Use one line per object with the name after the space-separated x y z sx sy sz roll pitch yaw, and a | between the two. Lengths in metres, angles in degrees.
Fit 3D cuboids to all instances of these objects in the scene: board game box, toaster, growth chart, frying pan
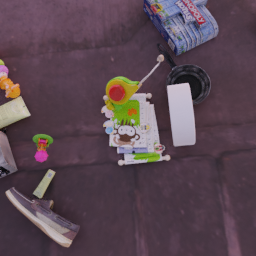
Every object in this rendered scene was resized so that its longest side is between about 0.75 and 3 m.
2.441 -4.702 11.448 2.678 0.827 2.680 -29 74 -8 | board game box
-4.844 0.920 9.466 1.623 1.065 1.795 -22 73 -8 | toaster
0.176 -0.018 10.213 2.101 0.258 2.904 -11 71 -3 | growth chart
1.821 -1.900 10.691 2.728 0.444 1.650 34 81 13 | frying pan

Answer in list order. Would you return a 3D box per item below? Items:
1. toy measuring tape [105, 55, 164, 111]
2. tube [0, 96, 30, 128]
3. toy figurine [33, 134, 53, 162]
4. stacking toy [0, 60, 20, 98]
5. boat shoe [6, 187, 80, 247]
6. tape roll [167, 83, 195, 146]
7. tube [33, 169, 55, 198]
0.021 -1.660 9.625 1.002 1.002 2.723 51 117 14 | toy measuring tape
-4.927 -0.207 10.096 2.665 0.692 0.773 -29 104 -14 | tube
-2.896 0.779 9.345 0.660 0.880 0.810 10 54 -18 | toy figurine
-5.108 -2.139 10.424 2.853 1.566 1.656 41 80 1 | stacking toy
-2.712 2.689 8.991 2.651 0.954 0.859 36 69 8 | boat shoe
1.771 -0.435 9.351 0.719 2.057 2.057 -7 72 9 | tape roll
-2.857 1.899 9.597 0.254 0.284 0.978 36 75 -28 | tube
